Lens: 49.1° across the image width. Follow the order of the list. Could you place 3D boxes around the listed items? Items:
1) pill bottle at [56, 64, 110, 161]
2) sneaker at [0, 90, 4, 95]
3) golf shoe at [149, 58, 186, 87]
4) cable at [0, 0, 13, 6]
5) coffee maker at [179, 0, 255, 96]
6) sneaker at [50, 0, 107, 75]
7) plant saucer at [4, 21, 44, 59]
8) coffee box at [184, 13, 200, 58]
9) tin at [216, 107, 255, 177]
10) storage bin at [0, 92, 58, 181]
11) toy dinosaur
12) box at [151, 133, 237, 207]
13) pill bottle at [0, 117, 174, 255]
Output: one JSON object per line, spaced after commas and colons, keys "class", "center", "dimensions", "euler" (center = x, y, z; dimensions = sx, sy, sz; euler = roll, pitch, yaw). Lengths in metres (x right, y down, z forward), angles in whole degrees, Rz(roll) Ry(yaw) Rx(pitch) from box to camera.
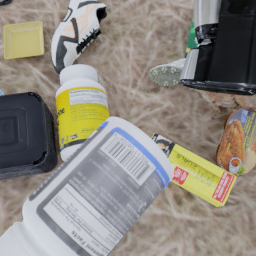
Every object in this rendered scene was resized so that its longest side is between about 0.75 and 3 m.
{"class": "pill bottle", "center": [-1.249, -0.392, 7.800], "dimensions": [1.425, 1.425, 2.535], "euler": [-9, 72, -3]}
{"class": "sneaker", "center": [-4.308, -1.229, 8.521], "dimensions": [1.486, 0.539, 0.534], "euler": [39, 78, 12]}
{"class": "golf shoe", "center": [1.559, -1.804, 8.740], "dimensions": [1.802, 0.705, 0.876], "euler": [-4, 36, 10]}
{"class": "cable", "center": [-4.411, -4.495, 9.666], "dimensions": [0.805, 0.205, 0.657], "euler": [-28, 75, -7]}
{"class": "coffee maker", "center": [2.478, -2.101, 5.954], "dimensions": [1.832, 2.613, 2.720], "euler": [2, 96, -37]}
{"class": "sneaker", "center": [-1.510, -2.945, 8.763], "dimensions": [1.168, 1.076, 2.920], "euler": [16, 74, 3]}
{"class": "plant saucer", "center": [-3.344, -2.794, 9.104], "dimensions": [1.269, 0.307, 1.268], "euler": [-8, 74, -2]}
{"class": "coffee box", "center": [2.565, -3.039, 9.114], "dimensions": [1.161, 0.415, 1.888], "euler": [15, 74, 4]}
{"class": "tin", "center": [3.113, 0.373, 7.724], "dimensions": [1.097, 0.410, 1.960], "euler": [14, 101, 7]}
{"class": "storage bin", "center": [-3.554, 0.331, 7.555], "dimensions": [2.939, 1.378, 1.987], "euler": [-8, 74, -6]}
{"class": "toy dinosaur", "center": [2.901, -0.994, 8.310], "dimensions": [2.080, 0.893, 1.410], "euler": [13, 65, -3]}
{"class": "box", "center": [1.595, 1.151, 7.748], "dimensions": [2.494, 0.625, 0.939], "euler": [30, 76, 8]}
{"class": "pill bottle", "center": [-0.601, 1.147, 4.154], "dimensions": [1.414, 1.414, 2.485], "euler": [41, 75, 11]}
